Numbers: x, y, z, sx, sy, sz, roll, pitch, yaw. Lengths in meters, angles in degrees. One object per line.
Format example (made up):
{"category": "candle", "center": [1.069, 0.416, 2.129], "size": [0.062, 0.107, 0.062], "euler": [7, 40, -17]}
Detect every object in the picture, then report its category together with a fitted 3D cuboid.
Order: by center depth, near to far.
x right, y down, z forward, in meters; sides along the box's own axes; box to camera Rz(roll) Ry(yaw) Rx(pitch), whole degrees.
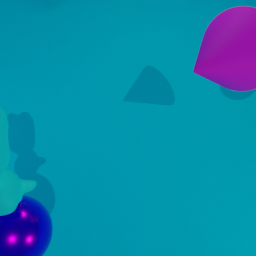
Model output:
{"category": "cow figurine", "center": [-1.937, 0.411, 3.929], "size": [0.880, 1.578, 1.603], "euler": [-7, 75, 3]}
{"category": "cone", "center": [1.347, -1.007, 4.168], "size": [1.365, 1.360, 1.360], "euler": [-29, 68, -38]}
{"category": "ball", "center": [-1.937, 1.789, 4.815], "size": [1.244, 1.244, 1.244], "euler": [0, 67, 0]}
